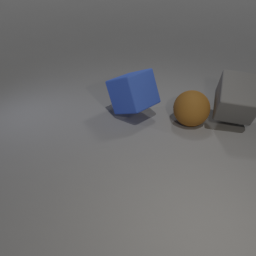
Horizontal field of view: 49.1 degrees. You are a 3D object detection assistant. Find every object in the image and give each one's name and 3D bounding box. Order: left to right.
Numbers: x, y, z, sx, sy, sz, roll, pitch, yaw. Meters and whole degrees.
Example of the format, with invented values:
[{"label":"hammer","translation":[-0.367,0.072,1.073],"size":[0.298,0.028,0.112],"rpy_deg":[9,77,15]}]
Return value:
[{"label":"cube","translation":[0.203,-1.438,11.122],"size":[1.400,1.400,1.400],"rpy_deg":[-27,18,-37]},{"label":"ball","translation":[2.455,-0.756,10.828],"size":[1.400,1.400,1.400],"rpy_deg":[0,31,0]},{"label":"cube","translation":[3.988,-1.091,10.246],"size":[1.400,1.400,1.400],"rpy_deg":[10,66,9]}]
